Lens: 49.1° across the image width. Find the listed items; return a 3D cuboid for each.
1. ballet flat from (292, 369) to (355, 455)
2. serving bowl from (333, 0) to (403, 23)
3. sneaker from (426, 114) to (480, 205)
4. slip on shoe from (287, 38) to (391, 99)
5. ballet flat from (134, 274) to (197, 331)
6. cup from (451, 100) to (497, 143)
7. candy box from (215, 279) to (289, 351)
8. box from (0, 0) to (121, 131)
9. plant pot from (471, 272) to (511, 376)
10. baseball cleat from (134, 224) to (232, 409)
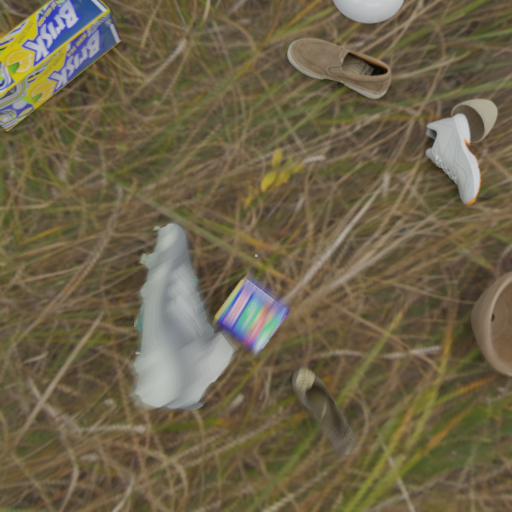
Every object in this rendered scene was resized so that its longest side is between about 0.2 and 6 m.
[{"bbox_3d":[1.270,2.843,10.433,0.602,0.415,1.788,-22,61,-19],"label":"ballet flat"},{"bbox_3d":[2.594,-6.201,12.751,1.702,0.560,1.702,0,77,-1],"label":"serving bowl"},{"bbox_3d":[4.076,-1.968,11.759,0.921,0.758,2.003,-8,71,7],"label":"sneaker"},{"bbox_3d":[1.817,-4.201,12.201,2.360,0.715,0.897,29,79,6],"label":"slip on shoe"},{"bbox_3d":[-1.877,0.844,11.207,1.543,0.555,0.555,-42,80,-9],"label":"ballet flat"},{"bbox_3d":[4.703,-2.947,11.870,0.645,0.902,0.902,-33,79,-16],"label":"cup"},{"bbox_3d":[-0.083,1.138,10.962,1.109,0.427,0.937,36,95,11],"label":"candy box"},{"bbox_3d":[-4.568,-4.262,11.983,3.306,1.158,1.063,-43,81,-9],"label":"box"},{"bbox_3d":[4.781,1.239,10.670,1.965,0.907,1.965,-1,93,-25],"label":"plant pot"},{"bbox_3d":[-1.323,1.125,10.504,1.812,1.187,3.404,14,69,-24],"label":"baseball cleat"}]
